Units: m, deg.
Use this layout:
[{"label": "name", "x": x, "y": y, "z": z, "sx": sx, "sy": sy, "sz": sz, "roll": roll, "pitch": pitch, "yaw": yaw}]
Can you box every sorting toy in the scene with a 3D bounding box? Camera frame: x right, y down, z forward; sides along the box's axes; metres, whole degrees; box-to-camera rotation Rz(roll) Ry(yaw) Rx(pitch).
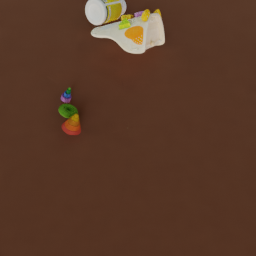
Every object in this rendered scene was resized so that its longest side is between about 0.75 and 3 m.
[{"label": "sorting toy", "x": -0.047, "y": -2.888, "z": 8.324, "sx": 1.826, "sy": 1.084, "sz": 2.028, "roll": 5, "pitch": 23, "yaw": 21}, {"label": "sorting toy", "x": -1.435, "y": -0.507, "z": 7.074, "sx": 0.507, "sy": 0.503, "sz": 1.461, "roll": 6, "pitch": 44, "yaw": -28}]

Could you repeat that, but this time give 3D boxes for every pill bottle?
[{"label": "pill bottle", "x": -0.716, "y": -4.124, "z": 9.710, "sx": 0.841, "sy": 0.841, "sz": 1.497, "roll": 27, "pitch": 40, "yaw": 20}]
